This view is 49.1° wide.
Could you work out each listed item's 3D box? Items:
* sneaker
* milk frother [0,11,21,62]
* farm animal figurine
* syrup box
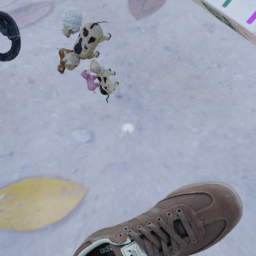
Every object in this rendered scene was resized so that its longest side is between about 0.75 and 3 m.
[{"bbox_3d":[0.297,1.463,3.493,2.397,0.905,0.844,-32,84,20],"label":"sneaker"},{"bbox_3d":[-3.434,-1.417,5.593,1.959,2.171,2.042,24,21,-19],"label":"milk frother"},{"bbox_3d":[-0.778,-1.321,5.181,1.420,1.404,0.740,28,28,13],"label":"farm animal figurine"},{"bbox_3d":[1.884,-2.634,5.083,1.162,1.202,2.951,13,35,-44],"label":"syrup box"}]
